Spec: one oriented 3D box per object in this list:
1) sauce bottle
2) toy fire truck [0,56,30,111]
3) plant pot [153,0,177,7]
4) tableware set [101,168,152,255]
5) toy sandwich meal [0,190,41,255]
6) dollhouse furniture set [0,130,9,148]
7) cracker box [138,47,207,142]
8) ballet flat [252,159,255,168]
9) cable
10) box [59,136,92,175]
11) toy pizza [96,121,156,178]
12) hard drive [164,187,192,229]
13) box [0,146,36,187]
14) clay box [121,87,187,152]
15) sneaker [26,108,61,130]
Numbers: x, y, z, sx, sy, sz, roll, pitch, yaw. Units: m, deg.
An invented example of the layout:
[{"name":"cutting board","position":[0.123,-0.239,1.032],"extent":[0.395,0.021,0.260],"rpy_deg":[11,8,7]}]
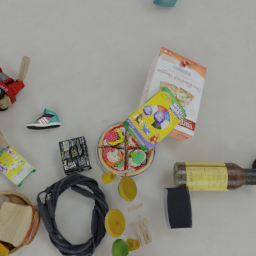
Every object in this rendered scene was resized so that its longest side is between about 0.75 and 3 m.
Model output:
[{"name":"sauce bottle","position":[3.012,1.601,9.213],"extent":[2.958,0.957,0.957],"rpy_deg":[2,67,1]},{"name":"toy fire truck","position":[-4.690,-1.936,10.678],"extent":[1.742,1.274,1.980],"rpy_deg":[36,60,15]},{"name":"plant pot","position":[1.732,-5.860,12.432],"extent":[0.940,1.000,1.000],"rpy_deg":[20,68,-8]},{"name":"tableware set","position":[-0.201,2.562,8.559],"extent":[1.735,0.395,2.575],"rpy_deg":[-6,77,-50]},{"name":"toy sandwich meal","position":[-3.889,2.953,8.743],"extent":[2.232,0.764,2.232],"rpy_deg":[0,67,0]},{"name":"dollhouse furniture set","position":[-5.897,-0.124,9.685],"extent":[2.035,2.023,2.887],"rpy_deg":[-36,48,-13]},{"name":"cracker box","position":[1.603,-1.235,10.178],"extent":[1.977,0.851,2.952],"rpy_deg":[22,68,-12]},{"name":"ballet flat","position":[5.420,0.953,9.568],"extent":[2.384,0.815,0.811],"rpy_deg":[-18,69,-7]},{"name":"cable","position":[-1.608,2.788,8.935],"extent":[2.078,0.647,2.547],"rpy_deg":[-23,78,-19]},{"name":"box","position":[-1.829,0.961,9.735],"extent":[0.921,0.484,1.125],"rpy_deg":[-14,69,-6]},{"name":"toy pizza","position":[-0.066,0.698,9.929],"extent":[2.165,0.343,2.165],"rpy_deg":[0,67,0]},{"name":"hard drive","position":[1.546,2.469,8.637],"extent":[0.842,0.264,1.249],"rpy_deg":[-5,81,5]},{"name":"box","position":[-3.973,1.291,9.696],"extent":[1.386,0.335,0.813],"rpy_deg":[39,73,12]},{"name":"clay box","position":[0.950,-0.376,8.907],"extent":[2.093,0.498,1.203],"rpy_deg":[-41,96,-20]},{"name":"sneaker","position":[-3.115,-0.355,10.280],"extent":[1.202,0.503,0.726],"rpy_deg":[-5,72,-11]}]
